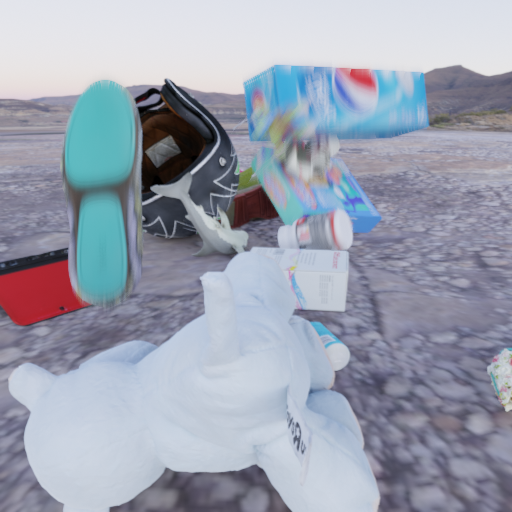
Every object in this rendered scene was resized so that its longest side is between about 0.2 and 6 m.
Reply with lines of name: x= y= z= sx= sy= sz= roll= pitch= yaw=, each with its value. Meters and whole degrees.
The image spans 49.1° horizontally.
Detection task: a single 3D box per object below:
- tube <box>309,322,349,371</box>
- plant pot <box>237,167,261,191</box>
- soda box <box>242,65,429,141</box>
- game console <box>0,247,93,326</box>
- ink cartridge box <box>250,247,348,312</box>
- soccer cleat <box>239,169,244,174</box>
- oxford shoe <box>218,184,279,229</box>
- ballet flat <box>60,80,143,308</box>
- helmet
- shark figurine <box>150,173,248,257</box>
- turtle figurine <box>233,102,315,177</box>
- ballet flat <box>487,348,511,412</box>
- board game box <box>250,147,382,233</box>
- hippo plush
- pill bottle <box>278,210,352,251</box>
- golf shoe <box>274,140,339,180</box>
tube: x=0.682 y=0.923 z=6.253 sx=0.453 sy=0.295 sz=1.169 roll=4 pitch=10 yaw=-14
plant pot: x=-0.266 y=-1.583 z=13.778 sx=1.177 sy=1.101 sz=1.101 roll=-16 pitch=10 yaw=21
soda box: x=1.432 y=-2.587 z=9.641 sx=3.170 sy=1.017 sz=1.075 roll=-9 pitch=3 yaw=-29
game console: x=-2.971 y=0.495 z=7.905 sx=1.694 sy=1.005 sz=1.460 roll=-17 pitch=-8 yaw=-46
ink cartridge box: x=0.555 y=0.306 z=7.767 sx=1.411 sy=0.584 sz=1.028 roll=3 pitch=16 yaw=9
soccer cleat: x=-1.426 y=-1.928 z=14.758 sx=2.929 sy=1.023 sz=1.264 roll=-1 pitch=17 yaw=-3
oxford shoe: x=-0.176 y=-1.239 z=12.715 sx=0.908 sy=0.855 sz=2.428 roll=11 pitch=19 yaw=41
ballet flat: x=-1.858 y=-0.723 z=6.910 sx=1.012 sy=2.814 sz=1.012 roll=-3 pitch=-14 yaw=-1
helmet: x=-1.643 y=-1.679 z=10.884 sx=2.847 sy=2.715 sz=2.847 roll=-35 pitch=-2 yaw=-1
shark figurine: x=-0.904 y=-0.394 z=9.594 sx=0.861 sy=2.062 sz=1.232 roll=-33 pitch=41 yaw=19
turtle figurine: x=0.258 y=-1.747 z=7.679 sx=0.947 sy=0.977 sz=0.703 roll=-21 pitch=65 yaw=-30
ballet flat: x=2.963 y=1.225 z=4.822 sx=1.814 sy=0.686 sz=0.580 roll=3 pitch=45 yaw=24
board game box: x=1.205 y=-1.266 z=11.052 sx=2.286 sy=0.514 sz=1.738 roll=0 pitch=51 yaw=-40
hippo plush: x=-0.418 y=1.181 z=3.674 sx=1.885 sy=1.867 sz=2.344 roll=-27 pitch=2 yaw=8
pill bottle: x=0.996 y=-0.353 z=9.552 sx=1.153 sy=0.668 sz=0.668 roll=-12 pitch=9 yaw=28
golf shoe: x=1.103 y=-1.818 z=10.507 sx=0.801 sy=0.702 sz=1.818 roll=48 pitch=41 yaw=16
